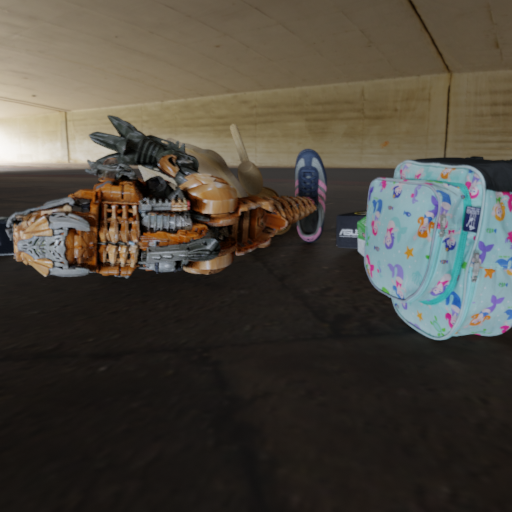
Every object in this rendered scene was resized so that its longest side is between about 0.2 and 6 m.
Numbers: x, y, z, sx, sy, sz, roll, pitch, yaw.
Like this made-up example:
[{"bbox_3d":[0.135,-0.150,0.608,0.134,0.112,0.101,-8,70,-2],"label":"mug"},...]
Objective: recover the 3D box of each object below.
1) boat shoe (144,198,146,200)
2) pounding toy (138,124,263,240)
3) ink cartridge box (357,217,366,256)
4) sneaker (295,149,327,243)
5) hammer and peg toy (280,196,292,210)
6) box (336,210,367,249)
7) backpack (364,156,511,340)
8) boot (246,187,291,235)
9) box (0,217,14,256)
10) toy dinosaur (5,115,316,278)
[{"bbox_3d":[-2.263,-0.907,13.511,0.802,0.972,2.833,0,17,-18],"label":"boat shoe"},{"bbox_3d":[-0.895,-1.672,12.458,3.289,1.880,1.887,24,61,39],"label":"pounding toy"},{"bbox_3d":[1.860,-0.084,7.828,0.389,0.686,0.936,-32,52,-14],"label":"ink cartridge box"},{"bbox_3d":[1.193,-1.317,12.226,0.726,2.069,0.849,-4,6,9],"label":"sneaker"},{"bbox_3d":[1.119,-1.520,17.296,1.158,0.555,1.574,-12,16,-40],"label":"hammer and peg toy"},{"bbox_3d":[3.647,-0.628,12.019,2.615,0.797,3.245,8,12,40],"label":"box"},{"bbox_3d":[2.151,-0.061,6.413,1.527,2.028,1.801,-7,14,-16],"label":"backpack"},{"bbox_3d":[-0.778,-1.404,15.018,3.325,1.256,3.797,0,12,0],"label":"boot"},{"bbox_3d":[-5.438,-0.405,11.446,1.112,0.689,1.093,-4,10,-21],"label":"box"},{"bbox_3d":[-1.246,-0.473,8.819,4.952,2.529,3.361,18,7,-39],"label":"toy dinosaur"}]
